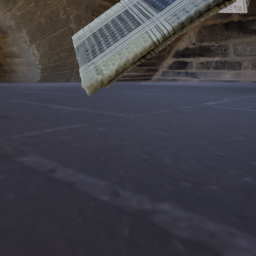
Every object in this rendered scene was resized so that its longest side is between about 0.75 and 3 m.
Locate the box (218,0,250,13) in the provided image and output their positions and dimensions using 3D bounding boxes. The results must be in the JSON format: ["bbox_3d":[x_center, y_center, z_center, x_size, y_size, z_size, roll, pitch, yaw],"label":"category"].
[{"bbox_3d":[1.921,-3.732,6.426,1.692,0.872,2.900,12,-1,25],"label":"box"}]

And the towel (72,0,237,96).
[{"bbox_3d":[0.146,-1.344,3.667,1.972,0.341,1.898,-32,38,9],"label":"towel"}]

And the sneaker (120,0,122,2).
[{"bbox_3d":[0.306,-3.811,9.678,2.026,0.909,0.679,28,9,36],"label":"sneaker"}]
